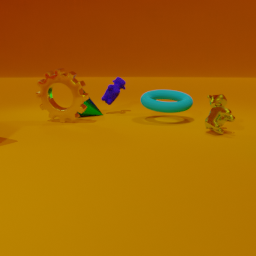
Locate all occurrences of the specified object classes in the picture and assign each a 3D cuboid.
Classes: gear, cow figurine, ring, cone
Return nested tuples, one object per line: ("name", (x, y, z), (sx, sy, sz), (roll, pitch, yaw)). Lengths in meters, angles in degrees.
("gear", (-2.122, -1.036, 9.020), (1.698, 1.698, 0.314), (3, 21, 15))
("cow figurine", (2.399, -0.416, 7.660), (0.575, 1.047, 1.030), (41, -1, -39))
("cow figurine", (-0.560, -1.475, 11.198), (0.627, 1.143, 1.125), (34, 14, -2))
("ring", (1.302, -0.926, 9.466), (1.762, 0.352, 1.762), (1, 23, 0))
("cone", (-1.417, -0.709, 10.520), (1.107, 1.103, 1.103), (25, 4, -18))
